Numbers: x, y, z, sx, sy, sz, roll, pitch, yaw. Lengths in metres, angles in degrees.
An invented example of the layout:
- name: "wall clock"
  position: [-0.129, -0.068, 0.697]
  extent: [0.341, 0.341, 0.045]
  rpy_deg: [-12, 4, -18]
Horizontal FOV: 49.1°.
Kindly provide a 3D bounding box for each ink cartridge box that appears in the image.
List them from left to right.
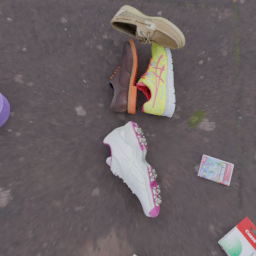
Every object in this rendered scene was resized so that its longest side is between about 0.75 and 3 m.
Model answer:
- name: "ink cartridge box"
  position: [3.144, 3.099, 7.528]
  extent: [1.122, 0.281, 0.903]
  rpy_deg: [-36, 76, -9]

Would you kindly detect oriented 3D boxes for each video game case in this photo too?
- name: "video game case"
  position: [2.574, 1.235, 8.210]
  extent: [0.925, 0.081, 0.661]
  rpy_deg: [18, 73, 6]

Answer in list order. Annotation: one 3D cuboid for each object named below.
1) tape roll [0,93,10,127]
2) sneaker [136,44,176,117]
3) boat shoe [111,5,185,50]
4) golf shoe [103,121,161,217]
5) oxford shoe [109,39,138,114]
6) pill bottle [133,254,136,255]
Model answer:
- name: "tape roll"
  position: [-4.351, -0.591, 8.545]
  extent: [1.298, 0.551, 1.298]
  rpy_deg: [0, 72, 1]
- name: "sneaker"
  position: [0.807, -1.560, 8.621]
  extent: [1.132, 0.980, 2.507]
  rpy_deg: [-2, 73, -1]
- name: "boat shoe"
  position: [0.554, -2.803, 8.240]
  extent: [2.360, 0.841, 0.761]
  rpy_deg: [32, 72, 24]
- name: "golf shoe"
  position: [0.116, 1.207, 7.871]
  extent: [1.234, 1.016, 2.697]
  rpy_deg: [-20, 71, 10]
- name: "oxford shoe"
  position: [-0.155, -1.664, 8.727]
  extent: [0.896, 0.879, 2.470]
  rpy_deg: [1, 73, 3]
- name: "pill bottle"
  position: [0.517, 3.798, 7.081]
  extent: [1.208, 0.682, 0.682]
  rpy_deg: [33, 75, 10]
